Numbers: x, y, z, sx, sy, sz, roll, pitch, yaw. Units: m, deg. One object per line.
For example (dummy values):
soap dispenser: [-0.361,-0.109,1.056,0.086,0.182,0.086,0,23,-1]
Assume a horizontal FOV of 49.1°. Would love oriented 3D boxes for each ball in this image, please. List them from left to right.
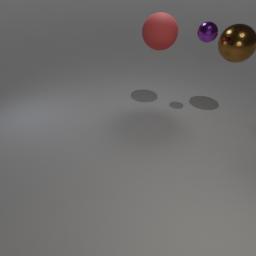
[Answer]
ball: [1.246,-3.741,10.894,1.400,1.400,1.400,0,31,0]
ball: [2.769,-3.329,9.734,0.700,0.700,0.700,0,31,0]
ball: [4.087,-3.158,10.474,1.400,1.400,1.400,0,31,0]
